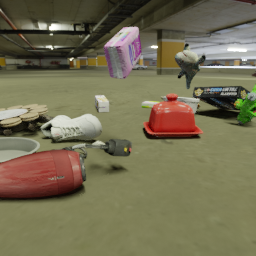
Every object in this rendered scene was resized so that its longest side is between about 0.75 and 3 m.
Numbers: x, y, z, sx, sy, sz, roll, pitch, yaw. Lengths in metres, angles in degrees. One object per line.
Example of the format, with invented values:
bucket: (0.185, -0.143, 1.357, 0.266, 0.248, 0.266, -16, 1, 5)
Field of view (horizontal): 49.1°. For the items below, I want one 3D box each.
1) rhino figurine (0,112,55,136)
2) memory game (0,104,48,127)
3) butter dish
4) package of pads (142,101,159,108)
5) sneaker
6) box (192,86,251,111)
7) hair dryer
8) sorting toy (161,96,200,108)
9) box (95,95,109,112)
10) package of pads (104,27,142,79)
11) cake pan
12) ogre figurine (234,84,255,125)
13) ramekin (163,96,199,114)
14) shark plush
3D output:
rhino figurine: (-3.513, -0.244, 9.689, 2.103, 0.629, 0.920, -12, 17, -29)
memory game: (-4.142, -0.372, 9.385, 2.966, 0.189, 2.966, -7, 16, 2)
butter dish: (1.450, -0.479, 9.307, 1.786, 1.320, 1.781, -1, 13, -3)
package of pads: (1.193, -1.226, 14.668, 0.836, 0.285, 0.646, 5, 14, 19)
sneaker: (-1.741, 0.100, 8.376, 2.096, 0.817, 1.042, -2, 17, 33)
box: (4.482, -1.279, 12.462, 2.312, 0.574, 2.295, 17, -5, -38)
hair dryer: (-1.546, 0.838, 5.679, 2.274, 0.811, 2.986, -11, -2, 42)
sorting toy: (2.738, -1.270, 14.486, 1.853, 0.333, 2.487, 8, 11, -3)
box: (-1.357, -1.274, 14.382, 0.537, 0.502, 2.593, -2, 14, -9)
package of pads: (-0.088, -1.815, 6.707, 0.509, 0.811, 1.346, 4, 37, 19)
cake pan: (-3.125, 0.650, 6.611, 2.023, 0.371, 2.023, 0, 13, 0)
ogre figurine: (4.611, -0.892, 10.435, 1.164, 1.941, 0.952, -33, 73, -35)
ramekin: (2.320, -0.986, 12.414, 1.576, 0.734, 1.576, 5, 8, -1)
shark plush: (2.246, -2.345, 11.043, 0.942, 1.028, 2.263, -39, -17, -8)
